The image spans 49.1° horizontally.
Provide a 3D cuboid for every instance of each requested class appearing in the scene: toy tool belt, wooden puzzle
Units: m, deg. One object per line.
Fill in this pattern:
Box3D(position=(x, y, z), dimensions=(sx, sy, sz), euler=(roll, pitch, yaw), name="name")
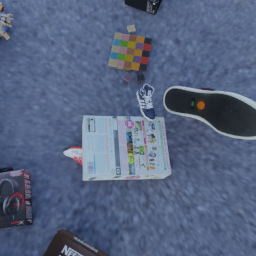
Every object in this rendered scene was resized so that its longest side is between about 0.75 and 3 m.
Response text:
Box3D(position=(-4.387, -3.734, 9.861), dimensions=(0.720, 0.732, 1.172), euler=(19, 74, -28), name="toy tool belt")
Box3D(position=(0.083, -2.591, 9.684), dimensions=(1.334, 0.158, 2.250), euler=(10, 72, 3), name="wooden puzzle")

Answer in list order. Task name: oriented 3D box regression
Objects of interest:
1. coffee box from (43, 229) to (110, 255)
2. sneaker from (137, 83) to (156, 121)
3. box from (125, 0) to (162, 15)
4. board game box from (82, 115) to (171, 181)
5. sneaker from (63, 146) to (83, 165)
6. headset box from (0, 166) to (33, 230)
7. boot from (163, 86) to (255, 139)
Box3D(position=(-1.750, 4.206, 6.981), dimensions=(1.592, 1.124, 2.816), euler=(27, 74, 8), name="coffee box")
Box3D(position=(0.586, -0.766, 8.033), dimensions=(0.376, 0.582, 1.074), euler=(-10, 67, -26), name="sneaker")
Box3D(position=(0.780, -5.219, 10.244), dimensions=(1.266, 0.707, 1.794), euler=(23, 74, 4), name="box")
Box3D(position=(-0.085, 0.573, 8.041), dimensions=(2.394, 0.769, 1.766), euler=(1, 68, -12), name="board game box")
Box3D(position=(-1.217, 1.026, 8.326), dimensions=(1.536, 0.513, 0.823), euler=(4, 69, -2), name="sneaker")
Box3D(position=(-3.463, 1.969, 7.954), dimensions=(1.273, 0.642, 1.713), euler=(-8, 72, -3), name="headset box")
Box3D(position=(2.710, -0.560, 7.748), dimensions=(2.877, 2.075, 1.042), euler=(25, 111, 39), name="boot")
